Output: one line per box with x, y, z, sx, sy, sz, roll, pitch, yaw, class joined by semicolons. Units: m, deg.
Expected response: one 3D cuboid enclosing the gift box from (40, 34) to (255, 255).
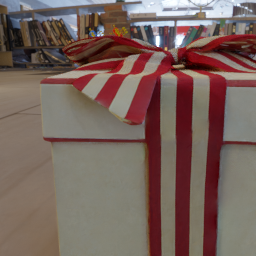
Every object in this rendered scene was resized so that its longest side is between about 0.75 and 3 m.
0.603;0.329;3.001;2.520;2.550;2.731;-1;14;-2;gift box

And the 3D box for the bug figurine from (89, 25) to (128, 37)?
-0.315;-1.624;5.262;0.876;0.679;0.225;-24;-11;-41;bug figurine
